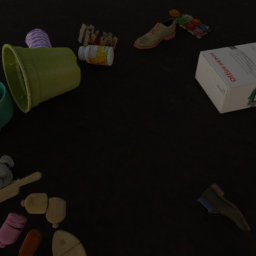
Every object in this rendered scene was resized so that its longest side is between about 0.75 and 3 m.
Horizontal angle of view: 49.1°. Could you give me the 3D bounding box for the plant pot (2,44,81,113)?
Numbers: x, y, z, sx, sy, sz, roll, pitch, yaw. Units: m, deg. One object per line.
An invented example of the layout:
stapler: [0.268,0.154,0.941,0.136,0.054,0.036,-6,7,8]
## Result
plant pot: [-2.619,-1.725,8.811,1.892,2.058,2.058,-21,51,-31]

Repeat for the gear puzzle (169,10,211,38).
gear puzzle: [2.637,-4.661,12.134,1.970,0.258,1.020,41,59,17]

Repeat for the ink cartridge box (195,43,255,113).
ink cartridge box: [3.868,-1.731,9.167,2.717,1.146,1.985,-11,49,-10]

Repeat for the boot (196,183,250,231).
boot: [2.165,1.945,6.464,0.616,0.475,1.270,-32,51,-5]

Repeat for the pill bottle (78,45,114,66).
pill bottle: [-1.185,-2.709,10.370,1.204,0.669,0.669,8,49,8]

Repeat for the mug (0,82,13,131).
mug: [-4.131,-0.465,8.109,1.410,1.061,1.716,2,49,1]

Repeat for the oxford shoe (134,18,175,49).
oxford shoe: [1.075,-3.841,11.289,2.112,0.790,0.744,-34,57,-27]

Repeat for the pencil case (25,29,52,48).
pencil case: [-3.234,-2.773,10.333,0.931,0.914,2.177,-31,49,9]

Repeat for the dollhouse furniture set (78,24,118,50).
dollhouse furniture set: [-1.344,-3.460,10.962,1.380,0.711,1.365,-10,44,-42]

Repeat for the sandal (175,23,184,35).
sandal: [2.100,-4.340,12.150,0.367,0.234,0.977,-14,62,-13]

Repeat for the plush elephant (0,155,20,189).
plush elephant: [-3.197,1.117,6.874,1.032,0.799,0.850,7,49,6]

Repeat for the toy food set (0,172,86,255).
toy food set: [-1.790,2.259,5.668,1.588,0.393,2.498,-26,78,-1]
